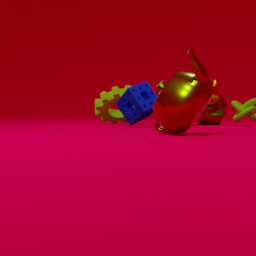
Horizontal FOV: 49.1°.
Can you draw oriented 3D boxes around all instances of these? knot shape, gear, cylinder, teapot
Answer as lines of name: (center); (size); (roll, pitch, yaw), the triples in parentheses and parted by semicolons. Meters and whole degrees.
knot shape: (4.031, -0.613, 9.261); (1.097, 0.542, 1.173); (-7, 27, 22)
gear: (-0.279, -0.875, 11.138); (2.049, 0.379, 2.049); (-8, -31, -5)
cylinder: (2.974, -0.520, 10.397); (0.823, 0.823, 0.823); (0, 2, -3)
teapot: (0.748, -0.444, 3.986); (0.733, 1.497, 0.931); (38, 45, 14)

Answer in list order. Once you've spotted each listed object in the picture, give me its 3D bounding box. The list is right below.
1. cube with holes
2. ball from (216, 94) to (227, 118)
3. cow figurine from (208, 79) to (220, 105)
cube with holes: (0.294, -0.679, 7.758); (0.773, 0.773, 0.773); (-26, -13, -41)
ball: (3.448, -0.824, 11.691); (1.331, 1.331, 1.331); (0, 2, 0)
cow figurine: (2.510, -0.956, 9.746); (1.628, 1.602, 0.894); (4, -14, -22)
